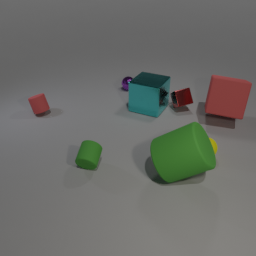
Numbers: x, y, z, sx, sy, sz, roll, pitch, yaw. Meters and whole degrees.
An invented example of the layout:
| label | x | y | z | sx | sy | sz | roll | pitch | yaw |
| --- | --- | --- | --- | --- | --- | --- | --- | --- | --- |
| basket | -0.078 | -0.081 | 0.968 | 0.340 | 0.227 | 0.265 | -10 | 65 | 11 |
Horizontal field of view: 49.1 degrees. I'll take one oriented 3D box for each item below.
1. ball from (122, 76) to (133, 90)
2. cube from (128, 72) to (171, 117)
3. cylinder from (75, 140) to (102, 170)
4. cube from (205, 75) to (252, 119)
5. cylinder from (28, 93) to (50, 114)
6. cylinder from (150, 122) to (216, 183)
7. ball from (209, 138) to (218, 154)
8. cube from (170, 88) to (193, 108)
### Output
| label | x | y | z | sx | sy | sz | roll | pitch | yaw |
| --- | --- | --- | --- | --- | --- | --- | --- | --- | --- |
| ball | 0.021 | -2.268 | 14.237 | 0.700 | 0.700 | 0.700 | 0 | 31 | 0 |
| cube | 0.937 | -1.494 | 12.255 | 1.400 | 1.400 | 1.400 | 15 | 34 | 22 |
| cylinder | -1.231 | 0.855 | 8.837 | 0.700 | 0.700 | 0.700 | 7 | 55 | 12 |
| cube | 3.886 | -1.264 | 11.057 | 1.400 | 1.400 | 1.400 | 12 | 16 | 11 |
| cylinder | -3.791 | -1.036 | 11.934 | 0.700 | 0.700 | 0.700 | -16 | 19 | 6 |
| cylinder | 1.586 | 0.711 | 8.069 | 1.400 | 1.400 | 1.400 | -25 | 20 | 28 |
| ball | 2.625 | 0.660 | 9.355 | 0.700 | 0.700 | 0.700 | 0 | 31 | 0 |
| cube | 2.341 | -1.310 | 12.253 | 0.700 | 0.700 | 0.700 | -15 | 1 | -7 |
